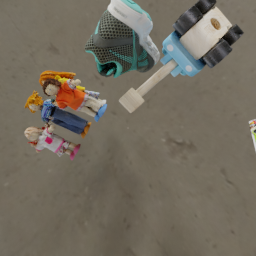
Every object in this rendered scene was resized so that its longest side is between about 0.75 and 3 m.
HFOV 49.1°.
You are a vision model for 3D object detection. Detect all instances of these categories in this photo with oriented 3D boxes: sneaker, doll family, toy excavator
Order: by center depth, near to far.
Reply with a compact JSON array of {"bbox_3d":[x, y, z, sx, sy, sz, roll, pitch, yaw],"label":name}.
[{"bbox_3d":[-1.105,-0.315,4.665,1.134,1.826,0.823,27,42,-13],"label":"doll family"},{"bbox_3d":[0.841,-1.175,5.058,0.957,1.915,1.862,46,54,-4],"label":"toy excavator"},{"bbox_3d":[-0.150,-1.613,5.956,1.113,2.868,1.308,41,94,14],"label":"sneaker"}]

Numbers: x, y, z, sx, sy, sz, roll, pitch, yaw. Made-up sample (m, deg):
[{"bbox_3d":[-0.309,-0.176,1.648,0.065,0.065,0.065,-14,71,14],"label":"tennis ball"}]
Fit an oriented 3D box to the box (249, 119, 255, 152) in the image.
[{"bbox_3d":[2.816,0.120,5.136,0.982,1.784,0.310,-22,101,24],"label":"box"}]
